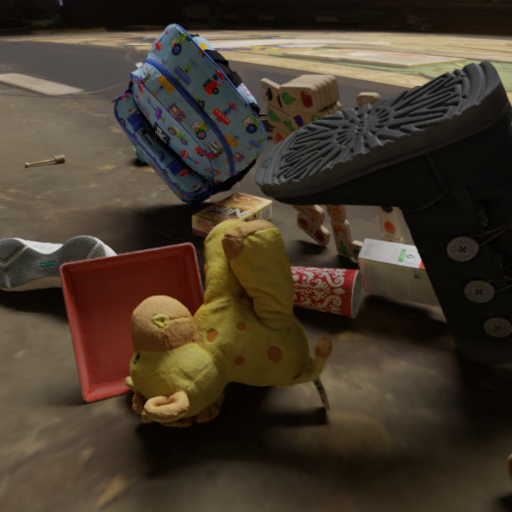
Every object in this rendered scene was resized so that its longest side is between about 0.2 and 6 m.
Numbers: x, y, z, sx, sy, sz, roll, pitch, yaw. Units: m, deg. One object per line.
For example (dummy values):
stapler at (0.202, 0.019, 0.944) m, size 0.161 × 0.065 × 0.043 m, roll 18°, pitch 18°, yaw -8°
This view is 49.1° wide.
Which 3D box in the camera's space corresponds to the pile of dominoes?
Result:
pile of dominoes at (1.092, -1.228, 9.144) m, size 0.531 × 3.336 × 2.600 m, roll -34°, pitch 33°, yaw -27°

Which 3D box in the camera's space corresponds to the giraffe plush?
giraffe plush at (-0.566, 1.010, 6.521) m, size 2.070 × 2.203 × 2.553 m, roll -20°, pitch 68°, yaw -18°

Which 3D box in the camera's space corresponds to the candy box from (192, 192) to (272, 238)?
candy box at (-0.457, -0.774, 11.175) m, size 0.896 × 0.429 × 1.552 m, roll 18°, pitch 31°, yaw 28°

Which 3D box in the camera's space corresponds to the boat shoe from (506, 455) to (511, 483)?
boat shoe at (2.796, 2.484, 4.494) m, size 0.867 × 0.924 × 2.506 m, roll -2°, pitch 18°, yaw 1°

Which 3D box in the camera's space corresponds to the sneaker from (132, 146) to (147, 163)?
sneaker at (-2.040, -2.981, 15.183) m, size 2.557 × 0.991 × 1.018 m, roll -13°, pitch 46°, yaw -11°

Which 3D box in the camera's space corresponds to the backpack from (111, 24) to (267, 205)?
backpack at (-1.270, -2.643, 10.856) m, size 2.235 × 3.034 × 3.323 m, roll -41°, pitch 6°, yaw -6°

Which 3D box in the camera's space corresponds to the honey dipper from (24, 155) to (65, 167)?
honey dipper at (-5.580, -2.478, 14.778) m, size 1.020 × 0.194 × 0.194 m, roll -15°, pitch 31°, yaw -21°

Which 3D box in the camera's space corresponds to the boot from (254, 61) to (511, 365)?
boot at (2.068, -0.124, 6.834) m, size 3.007 × 3.648 × 1.197 m, roll -10°, pitch 41°, yaw 39°

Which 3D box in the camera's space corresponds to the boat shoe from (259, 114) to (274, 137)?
boat shoe at (-0.343, -4.211, 17.532) m, size 2.314 × 0.689 × 0.831 m, roll 12°, pitch 30°, yaw 21°

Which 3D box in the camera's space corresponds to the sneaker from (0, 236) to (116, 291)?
sneaker at (-3.254, 0.204, 8.980) m, size 2.409 × 0.847 × 0.965 m, roll 0°, pitch -13°, yaw 17°

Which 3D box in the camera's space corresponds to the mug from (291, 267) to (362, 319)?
mug at (1.015, 0.569, 8.544) m, size 1.091 × 0.969 × 0.728 m, roll 6°, pitch 64°, yaw 20°

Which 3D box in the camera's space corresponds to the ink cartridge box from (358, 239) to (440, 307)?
ink cartridge box at (2.393, 0.288, 8.277) m, size 1.660 × 0.904 × 0.418 m, roll 10°, pitch 56°, yaw 25°

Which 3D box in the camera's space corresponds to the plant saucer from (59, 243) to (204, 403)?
plant saucer at (-1.487, 0.810, 7.138) m, size 1.701 × 1.704 × 0.313 m, roll -10°, pitch -2°, yaw -20°
